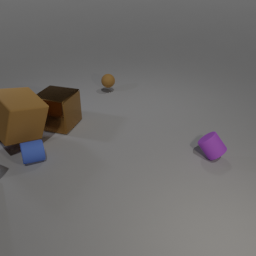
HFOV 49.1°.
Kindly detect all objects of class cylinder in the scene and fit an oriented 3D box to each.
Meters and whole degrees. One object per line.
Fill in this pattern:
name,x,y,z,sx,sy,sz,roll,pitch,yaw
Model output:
cylinder,2.807,0.590,9.334,0.700,0.700,0.700,-36,5,4
cylinder,-3.151,0.785,9.262,0.700,0.700,0.700,-11,32,-22

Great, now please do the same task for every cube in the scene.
cube,-3.798,-0.440,9.615,1.400,1.400,1.400,38,32,29
cube,-2.814,-0.758,11.247,1.400,1.400,1.400,9,31,15

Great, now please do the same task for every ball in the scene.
ball,-1.011,-2.405,14.268,0.700,0.700,0.700,0,30,0
